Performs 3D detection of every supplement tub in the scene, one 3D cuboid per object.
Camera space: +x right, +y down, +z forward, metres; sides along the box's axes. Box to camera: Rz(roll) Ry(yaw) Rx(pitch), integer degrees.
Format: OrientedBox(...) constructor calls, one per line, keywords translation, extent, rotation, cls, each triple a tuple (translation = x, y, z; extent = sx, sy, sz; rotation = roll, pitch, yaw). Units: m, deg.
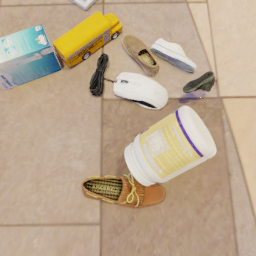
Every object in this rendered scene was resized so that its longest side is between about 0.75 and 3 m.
OrientedBox(translation=(1.203, 0.591, 8.253), extent=(2.278, 1.657, 1.657), rotation=(-33, 74, 23), cls="supplement tub")

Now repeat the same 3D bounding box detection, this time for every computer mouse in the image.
OrientedBox(translation=(0.074, -1.613, 10.291), extent=(3.000, 0.658, 1.645), rotation=(19, 73, 6), cls="computer mouse")

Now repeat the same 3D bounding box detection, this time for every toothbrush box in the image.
OrientedBox(translation=(-3.776, -2.467, 10.012), extent=(2.311, 1.692, 0.986), rotation=(-23, 75, -5), cls="toothbrush box")

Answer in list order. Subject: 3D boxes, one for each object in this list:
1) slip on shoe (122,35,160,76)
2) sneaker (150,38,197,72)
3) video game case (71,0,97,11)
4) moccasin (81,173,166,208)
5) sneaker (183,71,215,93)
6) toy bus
OrientedBox(translation=(0.486, -2.884, 10.695), extent=(0.770, 0.614, 2.026), rotation=(-31, 76, -9), cls="slip on shoe")
OrientedBox(translation=(1.824, -2.832, 10.631), extent=(1.947, 0.711, 0.689), rotation=(32, 80, 10), cls="sneaker")
OrientedBox(translation=(-1.845, -6.665, 11.995), extent=(2.587, 0.325, 2.843), rotation=(37, 78, 10), cls="video game case")
OrientedBox(translation=(-0.134, 1.969, 9.005), extent=(2.717, 1.049, 0.994), rotation=(12, 72, 4), cls="moccasin")
OrientedBox(translation=(2.395, -1.364, 9.337), extent=(1.125, 0.644, 0.430), rotation=(-30, 45, 4), cls="sneaker")
OrientedBox(translation=(-1.470, -3.482, 10.644), extent=(2.682, 1.050, 0.873), rotation=(-39, 77, -11), cls="toy bus")
